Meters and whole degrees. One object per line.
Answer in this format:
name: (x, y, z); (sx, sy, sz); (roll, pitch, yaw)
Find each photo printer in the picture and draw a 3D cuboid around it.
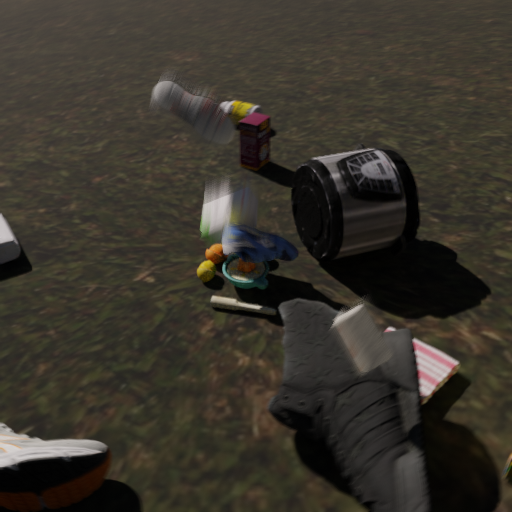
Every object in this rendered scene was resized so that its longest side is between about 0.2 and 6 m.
photo printer: (-5.655, -0.305, 11.514); (1.226, 0.512, 1.473); (-23, 42, -26)

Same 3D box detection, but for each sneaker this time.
sneaker: (-1.098, -2.687, 10.511); (1.687, 0.650, 0.691); (36, 4, 1)
sneaker: (1.157, 2.259, 7.542); (2.129, 1.226, 4.083); (-7, 45, 16)
sneaker: (0.048, -0.109, 10.321); (1.538, 0.569, 0.632); (17, 69, -19)
sneaker: (-3.278, 2.574, 7.283); (2.727, 1.032, 1.254); (-5, 33, -8)

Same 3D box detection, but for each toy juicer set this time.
toy juicer set: (-0.434, 0.303, 10.637); (1.368, 0.585, 2.151); (-4, 38, -6)

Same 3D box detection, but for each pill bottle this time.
pill bottle: (-0.469, -4.214, 16.648); (1.189, 0.669, 0.669); (19, 40, 24)

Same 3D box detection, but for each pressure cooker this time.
pressure cooker: (2.107, -1.118, 11.320); (2.382, 2.095, 2.127); (-11, 22, -17)

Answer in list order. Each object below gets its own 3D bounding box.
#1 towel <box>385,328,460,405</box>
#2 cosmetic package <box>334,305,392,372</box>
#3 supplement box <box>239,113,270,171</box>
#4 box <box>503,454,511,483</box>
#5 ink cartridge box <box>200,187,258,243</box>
towel: (2.139, 1.895, 8.800); (1.835, 0.274, 1.343); (-30, 43, -34)
cosmetic package: (1.291, 1.006, 6.817); (0.373, 0.315, 0.722); (-26, 84, -9)
supplement box: (-0.030, -2.941, 14.428); (0.543, 1.269, 0.700); (20, 41, 24)
box: (4.809, 2.266, 7.310); (2.193, 1.389, 2.277); (23, 42, 28)
ink cartridge box: (-0.504, -0.780, 10.672); (1.020, 0.429, 0.742); (-19, 43, 22)
